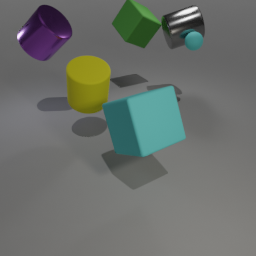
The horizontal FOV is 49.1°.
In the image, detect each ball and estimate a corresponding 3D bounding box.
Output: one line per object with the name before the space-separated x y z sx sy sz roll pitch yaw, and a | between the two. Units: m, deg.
ball | 2.554 -3.363 10.852 0.700 0.700 0.700 0 30 0

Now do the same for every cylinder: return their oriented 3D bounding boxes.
cylinder | -1.327 -1.433 9.344 1.400 1.400 1.400 5 50 -6
cylinder | 2.252 -4.144 11.568 1.400 1.400 1.400 -18 31 2
cylinder | -2.949 -3.355 9.977 1.400 1.400 1.400 -31 13 33

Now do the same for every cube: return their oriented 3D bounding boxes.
cube | 0.394 -4.797 12.935 1.400 1.400 1.400 1 48 -47
cube | 0.388 -0.174 7.229 1.400 1.400 1.400 -20 9 -29
